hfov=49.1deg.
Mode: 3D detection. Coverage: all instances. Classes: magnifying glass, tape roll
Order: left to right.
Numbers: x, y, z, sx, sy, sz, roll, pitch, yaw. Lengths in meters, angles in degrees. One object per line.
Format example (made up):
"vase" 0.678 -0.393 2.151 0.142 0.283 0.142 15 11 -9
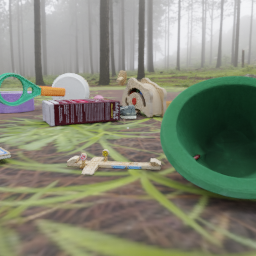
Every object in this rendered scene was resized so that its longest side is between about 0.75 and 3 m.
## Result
"tape roll" -5.609 -1.274 13.402 2.122 0.901 2.122 1 10 0
"magnifying glass" -3.290 -1.285 9.665 0.300 1.067 2.681 12 11 36

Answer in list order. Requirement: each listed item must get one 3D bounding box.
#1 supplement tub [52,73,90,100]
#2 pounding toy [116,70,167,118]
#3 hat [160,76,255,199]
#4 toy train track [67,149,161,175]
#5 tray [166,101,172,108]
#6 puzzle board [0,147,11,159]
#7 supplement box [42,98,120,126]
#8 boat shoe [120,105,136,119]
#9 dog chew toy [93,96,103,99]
"supplement tub" -2.743 -1.746 13.558 1.755 1.755 2.431 -1 10 -7
"pounding toy" 0.204 -1.237 11.849 1.648 1.643 2.873 -6 31 -31
"hat" 1.735 0.593 4.835 2.159 2.294 2.606 6 48 17
"toy train track" -0.249 0.553 4.924 1.647 0.268 0.944 2 10 7
"tray" 2.346 -1.199 14.563 1.930 0.357 0.952 -2 10 -16
"puzzle board" -3.714 0.484 5.488 1.942 0.224 2.577 -7 13 -41
"supplement box" -1.680 -0.623 10.065 2.509 0.764 1.365 -6 12 -26
"boat shoe" -0.258 -0.724 11.275 0.646 0.548 1.773 -6 12 -32
"dog chew toy" -1.355 -1.273 14.269 0.662 0.662 1.063 -8 21 -39
